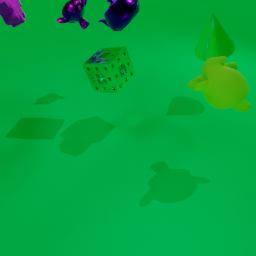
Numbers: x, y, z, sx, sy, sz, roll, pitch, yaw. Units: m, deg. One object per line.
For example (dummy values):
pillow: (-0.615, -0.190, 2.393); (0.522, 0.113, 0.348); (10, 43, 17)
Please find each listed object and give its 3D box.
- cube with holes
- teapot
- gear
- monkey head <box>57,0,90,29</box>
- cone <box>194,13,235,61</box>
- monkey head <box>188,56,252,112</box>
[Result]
cube with holes: (-0.519, -1.658, 8.015); (0.937, 0.937, 0.937); (8, 45, 36)
teapot: (-0.234, -2.898, 6.951); (0.754, 1.539, 0.957); (41, 57, -17)
gear: (-3.116, -3.335, 6.679); (0.332, 1.797, 1.797); (-26, 39, 3)
monkey head: (-1.680, -3.702, 9.139); (1.239, 0.746, 0.891); (-42, 86, 2)
cone: (2.662, -2.990, 8.712); (1.292, 1.297, 1.292); (-10, 49, 12)
monkey head: (1.935, -0.864, 6.186); (1.762, 1.268, 1.062); (17, 61, -33)
